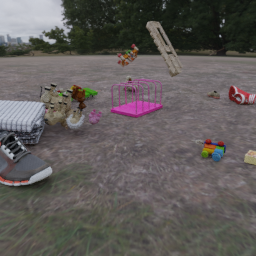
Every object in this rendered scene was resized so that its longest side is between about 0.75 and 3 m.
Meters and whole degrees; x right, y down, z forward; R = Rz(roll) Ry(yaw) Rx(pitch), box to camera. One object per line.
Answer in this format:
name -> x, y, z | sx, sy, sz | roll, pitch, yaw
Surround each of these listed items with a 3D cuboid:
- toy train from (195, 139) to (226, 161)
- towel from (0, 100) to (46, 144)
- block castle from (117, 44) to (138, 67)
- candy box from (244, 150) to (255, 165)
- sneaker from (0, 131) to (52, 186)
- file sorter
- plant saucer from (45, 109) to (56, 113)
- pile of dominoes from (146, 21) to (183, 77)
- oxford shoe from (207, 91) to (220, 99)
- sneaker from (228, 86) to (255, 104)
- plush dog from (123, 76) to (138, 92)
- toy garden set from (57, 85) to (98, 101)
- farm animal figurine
toy train -> 2.504, 0.705, 9.016 | 1.133, 0.479, 0.655 | 10, 35, 28
towel -> -4.319, -0.177, 10.471 | 2.231, 1.153, 2.694 | 3, 21, -9
block castle -> -0.034, -3.385, 13.050 | 1.028, 0.687, 0.482 | -39, 74, -18
candy box -> 4.070, 0.960, 8.464 | 0.922, 0.255, 0.532 | 13, 22, 35
sneaker -> -3.308, 0.722, 7.759 | 2.831, 1.159, 1.091 | 11, 22, 30
file sorter -> 0.474, -1.617, 14.125 | 1.630, 1.471, 2.345 | 14, 23, 36
plant saucer -> -3.872, -1.137, 14.402 | 1.548, 0.392, 1.548 | 0, 20, 0
pile of dominoes -> 1.358, -3.113, 11.061 | 0.367, 2.307, 1.798 | -28, 2, 30
oxford shoe -> 5.266, -2.112, 17.182 | 0.403, 0.428, 1.144 | -7, 20, -21
sneaker -> 6.624, -1.816, 16.129 | 1.160, 0.787, 2.008 | 7, 31, -5
plush dog -> 0.160, -2.860, 18.835 | 0.910, 1.134, 0.974 | -40, 19, -10
toy garden set -> -3.277, -1.993, 16.691 | 1.901, 0.455, 2.280 | 26, 32, 36
farm animal figurine -> -2.466, -0.622, 11.544 | 2.200, 1.370, 2.724 | 4, 32, -28
